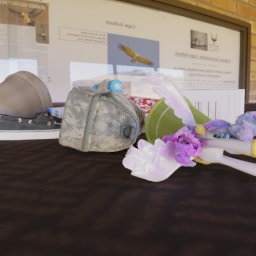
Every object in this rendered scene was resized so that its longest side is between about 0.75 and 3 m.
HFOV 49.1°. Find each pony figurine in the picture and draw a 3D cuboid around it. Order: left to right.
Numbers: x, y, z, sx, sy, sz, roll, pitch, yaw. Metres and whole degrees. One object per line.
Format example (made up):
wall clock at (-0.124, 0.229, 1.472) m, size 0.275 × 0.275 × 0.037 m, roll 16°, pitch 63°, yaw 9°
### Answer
pony figurine at (1.123, 0.211, 4.588) m, size 2.181 × 1.816 × 2.105 m, roll 2°, pitch -26°, yaw 43°

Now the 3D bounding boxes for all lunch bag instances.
lunch bag at (-0.514, -0.200, 7.439) m, size 1.891 × 1.571 × 2.255 m, roll 16°, pitch 9°, yaw 5°

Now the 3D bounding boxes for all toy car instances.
toy car at (-0.745, -1.382, 16.818) m, size 2.703 × 2.390 × 2.491 m, roll 28°, pitch -16°, yaw -30°

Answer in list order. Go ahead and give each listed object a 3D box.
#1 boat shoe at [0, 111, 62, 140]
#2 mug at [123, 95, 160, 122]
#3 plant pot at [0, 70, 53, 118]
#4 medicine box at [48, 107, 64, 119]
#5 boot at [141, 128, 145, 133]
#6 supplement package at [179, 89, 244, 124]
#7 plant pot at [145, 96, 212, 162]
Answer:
boat shoe at (-2.853, -0.114, 9.080) m, size 2.986 × 0.845 × 1.025 m, roll -3°, pitch 8°, yaw -22°
mug at (0.130, -0.663, 11.284) m, size 2.238 × 1.493 × 1.986 m, roll 4°, pitch 9°, yaw 6°
plant pot at (-4.381, -0.822, 10.542) m, size 2.312 × 2.312 × 2.006 m, roll 4°, pitch 23°, yaw 27°
medicine box at (-2.025, -0.391, 11.128) m, size 1.736 × 0.893 × 1.581 m, roll 1°, pitch 7°, yaw 14°
boot at (0.078, -0.028, 10.174) m, size 1.163 × 0.422 × 1.057 m, roll -11°, pitch 25°, yaw -25°
supplement package at (3.484, -0.885, 12.240) m, size 2.908 × 1.593 × 1.654 m, roll 2°, pitch 7°, yaw 21°
plant pot at (1.328, 0.104, 6.230) m, size 1.443 × 1.443 × 1.370 m, roll -3°, pitch 21°, yaw -26°
